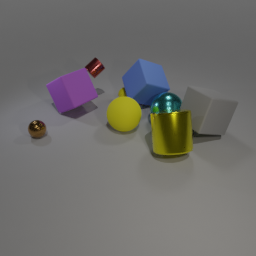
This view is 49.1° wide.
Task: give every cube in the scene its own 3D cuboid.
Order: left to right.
[{"bbox_3d":[-2.466,-1.637,12.381,1.400,1.400,1.400,-32,14,-40],"label":"cube"},{"bbox_3d":[0.789,-2.030,12.690,1.400,1.400,1.400,7,57,-37],"label":"cube"},{"bbox_3d":[2.979,-0.663,10.649,1.400,1.400,1.400,3,24,-31],"label":"cube"}]

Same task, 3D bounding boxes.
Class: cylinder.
[{"bbox_3d":[-1.552,-2.808,13.091,0.700,0.700,0.700,-43,42,-1],"label":"cylinder"},{"bbox_3d":[1.526,0.112,9.753,1.400,1.400,1.400,-5,7,1],"label":"cylinder"}]

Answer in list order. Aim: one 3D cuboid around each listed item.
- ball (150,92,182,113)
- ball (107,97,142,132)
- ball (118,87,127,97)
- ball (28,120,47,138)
[{"bbox_3d":[1.615,-0.786,11.623,1.400,1.400,1.400,0,32,0],"label":"ball"},{"bbox_3d":[-0.158,-0.557,11.226,1.400,1.400,1.400,0,32,0],"label":"ball"},{"bbox_3d":[-0.123,-1.613,13.492,0.700,0.700,0.700,0,32,0],"label":"ball"},{"bbox_3d":[-3.554,0.034,10.963,0.700,0.700,0.700,0,32,0],"label":"ball"}]
